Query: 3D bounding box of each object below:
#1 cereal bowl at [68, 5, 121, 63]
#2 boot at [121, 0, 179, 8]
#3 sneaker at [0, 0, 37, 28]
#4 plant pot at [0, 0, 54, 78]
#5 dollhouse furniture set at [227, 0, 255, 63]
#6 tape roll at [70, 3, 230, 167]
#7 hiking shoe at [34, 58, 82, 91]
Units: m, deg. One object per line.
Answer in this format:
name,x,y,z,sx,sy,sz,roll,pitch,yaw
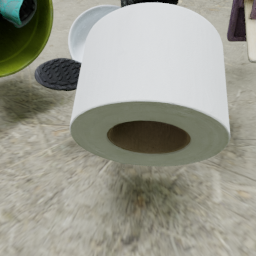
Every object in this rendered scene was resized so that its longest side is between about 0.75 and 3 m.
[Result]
cereal bowl,-0.418,-1.794,6.425,1.859,0.774,1.859,2,79,-10
boot,0.031,-3.088,6.072,1.114,2.959,2.213,-14,85,-13
sneaker,-2.570,-2.445,5.427,1.161,0.804,1.924,36,39,22
plant pot,-3.363,-2.736,6.028,2.549,2.549,2.454,-30,51,-30
dollhouse furniture set,3.126,-1.658,3.991,2.934,2.325,2.082,4,53,11
tape roll,0.276,-0.392,3.470,1.818,1.818,1.248,4,65,4
hiking shoe,-0.927,-0.967,5.392,1.634,0.619,0.823,-5,-4,-12
